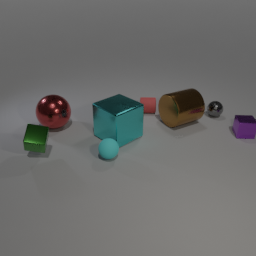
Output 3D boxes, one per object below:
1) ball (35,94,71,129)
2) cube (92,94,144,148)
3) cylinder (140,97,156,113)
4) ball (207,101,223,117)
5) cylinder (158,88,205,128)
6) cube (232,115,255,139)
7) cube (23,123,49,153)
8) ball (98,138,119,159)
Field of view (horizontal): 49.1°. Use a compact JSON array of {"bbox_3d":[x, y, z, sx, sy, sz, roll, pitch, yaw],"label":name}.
[{"bbox_3d":[-3.017,-0.656,11.356,1.400,1.400,1.400,0,29,0],"label":"ball"},{"bbox_3d":[-0.372,-0.306,10.713,1.400,1.400,1.400,-25,38,-37],"label":"cube"},{"bbox_3d":[0.904,-1.044,12.769,0.700,0.700,0.700,1,29,1],"label":"cylinder"},{"bbox_3d":[3.859,-0.850,12.409,0.700,0.700,0.700,0,29,0],"label":"ball"},{"bbox_3d":[2.220,-0.852,11.700,1.400,1.400,1.400,-16,33,-26],"label":"cylinder"},{"bbox_3d":[4.580,-0.047,10.990,0.700,0.700,0.700,2,29,3],"label":"cube"},{"bbox_3d":[-3.097,0.357,9.475,0.700,0.700,0.700,9,59,-11],"label":"cube"},{"bbox_3d":[-0.657,0.701,9.528,0.700,0.700,0.700,0,29,0],"label":"ball"}]
